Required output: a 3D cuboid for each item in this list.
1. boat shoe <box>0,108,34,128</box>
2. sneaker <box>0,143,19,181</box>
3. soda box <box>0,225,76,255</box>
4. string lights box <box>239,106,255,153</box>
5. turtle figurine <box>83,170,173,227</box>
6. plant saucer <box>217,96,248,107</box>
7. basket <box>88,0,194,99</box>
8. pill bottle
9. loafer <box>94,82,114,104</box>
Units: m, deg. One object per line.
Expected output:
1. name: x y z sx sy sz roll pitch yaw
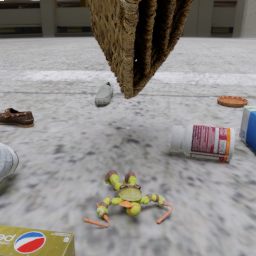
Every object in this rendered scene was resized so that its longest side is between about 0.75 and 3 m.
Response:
1. boat shoe: -3.219 -0.347 7.858 1.350 0.475 0.475 5 25 17
2. sneaker: -3.381 0.609 4.854 2.888 1.055 1.022 7 -12 -1
3. soda box: -1.338 1.475 3.269 1.368 0.438 0.463 3 21 8
4. string lights box: 3.502 0.391 5.420 1.492 0.856 2.904 -1 22 -2
5. turtle figurine: -0.066 1.039 4.373 1.357 0.437 1.094 -6 22 -14
6. plant saucer: 3.622 -0.922 9.729 1.021 0.165 1.021 1 22 0
7. basket: 0.490 -2.273 5.238 2.101 2.944 2.193 -21 68 -10
8. pill bottle: 1.563 0.284 5.948 1.256 0.688 0.688 6 22 14
9. loafer: -0.854 -1.250 9.975 0.583 0.581 1.666 2 22 4
